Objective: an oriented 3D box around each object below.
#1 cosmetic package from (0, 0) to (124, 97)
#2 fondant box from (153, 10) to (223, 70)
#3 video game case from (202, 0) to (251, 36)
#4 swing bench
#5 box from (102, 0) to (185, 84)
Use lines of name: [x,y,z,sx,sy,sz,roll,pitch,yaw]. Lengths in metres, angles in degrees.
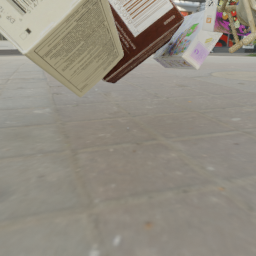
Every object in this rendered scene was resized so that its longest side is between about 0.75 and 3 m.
cosmetic package: [-1.035,-1.574,4.645,1.163,1.378,2.666,45,-1,7]
fondant box: [1.841,-2.679,8.663,0.672,1.665,2.307,34,2,-19]
video game case: [2.354,-2.535,4.975,1.929,1.748,0.345,24,35,35]
swing bench: [1.405,-1.160,2.686,0.887,0.576,0.882,-16,5,14]
box: [-0.284,-2.812,7.530,2.353,2.377,2.866,-37,5,6]
